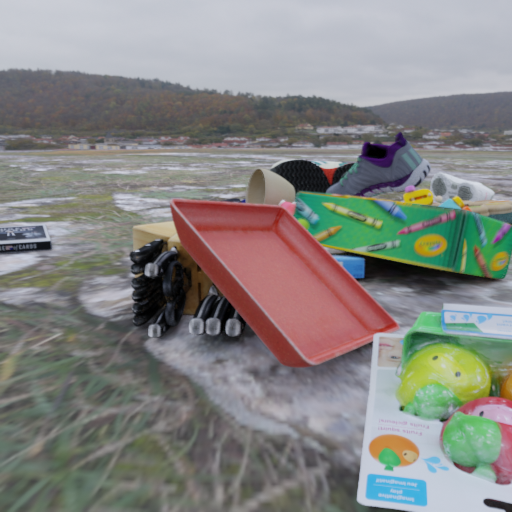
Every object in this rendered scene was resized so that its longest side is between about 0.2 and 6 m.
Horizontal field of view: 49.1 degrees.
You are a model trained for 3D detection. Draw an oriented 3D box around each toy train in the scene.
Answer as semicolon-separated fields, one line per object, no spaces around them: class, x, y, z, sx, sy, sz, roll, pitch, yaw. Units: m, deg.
toy train;3.076;-0.614;10.277;1.625;1.220;0.452;13;-15;21

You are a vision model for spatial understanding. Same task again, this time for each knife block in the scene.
knife block;-0.305;0.166;6.721;2.825;0.904;2.480;-10;18;-39

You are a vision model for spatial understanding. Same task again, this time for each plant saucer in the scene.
plant saucer;5.500;-0.912;12.107;1.722;0.310;1.722;-8;7;1
plant saucer;0.271;0.235;5.411;1.955;0.359;1.951;49;27;22

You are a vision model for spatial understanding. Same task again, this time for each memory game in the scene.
memory game;3.773;-0.968;12.006;3.334;0.212;3.334;-6;7;1

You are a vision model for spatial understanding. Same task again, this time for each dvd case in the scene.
dvd case;-4.454;-0.312;10.196;1.298;0.214;1.727;-5;15;-23

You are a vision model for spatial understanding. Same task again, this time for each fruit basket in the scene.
fruit basket;1.542;0.965;3.537;1.677;0.849;1.811;4;17;14

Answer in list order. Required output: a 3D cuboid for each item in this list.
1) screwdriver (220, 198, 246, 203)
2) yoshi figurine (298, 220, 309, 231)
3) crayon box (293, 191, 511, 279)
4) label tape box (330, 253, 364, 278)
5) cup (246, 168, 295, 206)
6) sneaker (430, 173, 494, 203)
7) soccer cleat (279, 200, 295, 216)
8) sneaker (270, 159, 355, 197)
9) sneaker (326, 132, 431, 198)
screwdriver;-0.142;-1.447;14.660;2.194;0.306;0.319;-18;52;-44
yoshi figurine;0.519;-0.048;7.763;0.691;0.693;1.234;30;-22;4
crayon box;2.063;-0.328;8.221;2.761;0.804;1.640;13;4;44
label tape box;1.114;0.131;8.121;0.648;0.299;0.904;-1;4;-9
cup;0.370;-1.343;12.624;0.854;1.194;1.194;3;11;-22
sneaker;5.635;-1.751;15.360;1.020;0.800;2.053;2;21;-23
soccer cleat;0.833;-0.652;10.978;0.812;0.709;2.124;47;13;8
sneaker;1.713;-2.336;17.112;3.233;1.138;1.511;-4;5;-24
sneaker;2.673;-2.133;13.591;3.086;1.351;1.148;-14;32;51
